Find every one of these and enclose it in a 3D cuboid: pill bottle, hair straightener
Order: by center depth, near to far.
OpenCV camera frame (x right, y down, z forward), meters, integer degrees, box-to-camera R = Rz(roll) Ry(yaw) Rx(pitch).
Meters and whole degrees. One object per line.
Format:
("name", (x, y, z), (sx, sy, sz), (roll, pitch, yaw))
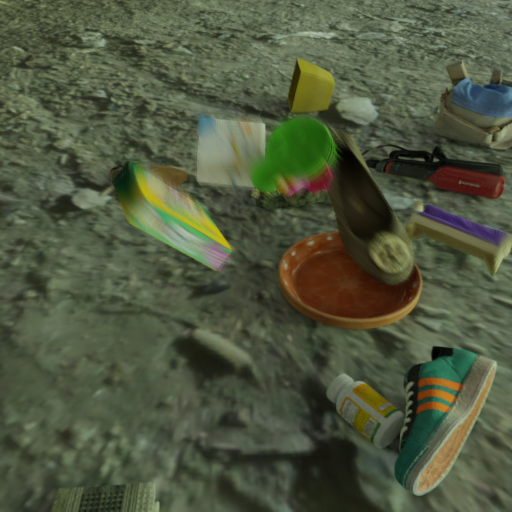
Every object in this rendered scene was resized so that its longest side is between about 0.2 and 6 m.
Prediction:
("pill bottle", (1.360, 1.932, 7.100), (0.530, 0.530, 0.939), (-27, 44, -31))
("hair straightener", (3.762, -1.928, 12.291), (3.147, 0.644, 1.211), (8, 37, 18))

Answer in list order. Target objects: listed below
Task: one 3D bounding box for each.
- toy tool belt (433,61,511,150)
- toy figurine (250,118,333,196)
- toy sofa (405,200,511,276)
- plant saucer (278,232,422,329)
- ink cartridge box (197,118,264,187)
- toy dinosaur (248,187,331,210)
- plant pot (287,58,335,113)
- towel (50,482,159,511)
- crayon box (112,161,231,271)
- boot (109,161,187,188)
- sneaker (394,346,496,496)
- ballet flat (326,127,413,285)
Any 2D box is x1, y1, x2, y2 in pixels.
("toy tool belt", (5.800, -3.532, 13.305), (2.869, 1.763, 1.791), (20, 41, 24))
("toy figurine", (0.637, -1.233, 8.368), (1.295, 1.192, 0.972), (-40, 66, 3))
("toy sofa", (3.494, -0.413, 9.635), (1.691, 0.700, 0.825), (26, 78, 25))
("plant saucer", (1.527, 0.392, 9.277), (2.325, 0.375, 2.325), (-1, 37, 1))
("ink cartridge box", (-0.389, -1.588, 8.632), (0.995, 0.719, 0.732), (4, 64, -4))
("toy dinosaur", (1.059, -1.430, 11.532), (2.552, 0.606, 1.125), (-5, 52, -7))
("plant pot", (1.520, -4.582, 15.334), (1.022, 1.158, 1.158), (7, 36, -9))
("towel", (-1.667, 3.028, 5.971), (1.180, 0.212, 1.226), (-4, 39, 0))
("crayon box", (-1.260, -0.605, 8.335), (1.593, 0.464, 1.374), (31, 13, -36))
("boot", (-2.390, -1.802, 12.113), (1.510, 0.530, 1.104), (-9, 27, -28))
("sneaker", (2.147, 1.938, 6.948), (0.923, 0.825, 2.311), (18, 37, 34))
("ballet flat", (1.733, -0.937, 9.323), (1.015, 0.698, 3.013), (-18, 68, -4))
